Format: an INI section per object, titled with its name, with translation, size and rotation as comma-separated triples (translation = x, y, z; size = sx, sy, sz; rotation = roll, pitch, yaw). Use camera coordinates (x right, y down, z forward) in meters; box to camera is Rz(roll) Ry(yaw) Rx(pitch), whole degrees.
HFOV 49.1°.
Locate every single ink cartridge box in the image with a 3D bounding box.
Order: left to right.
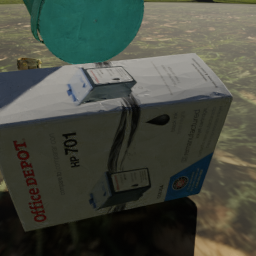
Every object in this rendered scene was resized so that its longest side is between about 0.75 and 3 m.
[ink cartridge box]
translation = -0.277, 0.211, 4.258
size = 2.949, 2.160, 1.266
rotation = -10, 43, -13

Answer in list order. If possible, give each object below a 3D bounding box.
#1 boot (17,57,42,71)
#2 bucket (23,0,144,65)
[boot]
translation = -2.507, -1.135, 7.547
size = 0.659, 1.408, 1.811
rotation = -9, 26, -37
[bucket]
translation = -1.119, -3.086, 6.779
size = 2.930, 2.930, 1.906
rotation = -13, 56, -22
